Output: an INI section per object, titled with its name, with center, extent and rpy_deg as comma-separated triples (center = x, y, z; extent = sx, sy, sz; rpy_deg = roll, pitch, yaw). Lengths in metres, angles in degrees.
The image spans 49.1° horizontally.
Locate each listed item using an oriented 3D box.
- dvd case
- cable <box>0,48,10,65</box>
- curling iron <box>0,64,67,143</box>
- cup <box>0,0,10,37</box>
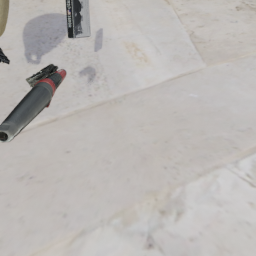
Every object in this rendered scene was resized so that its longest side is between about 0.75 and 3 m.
[dvd case]
center = -1.193, -2.808, 6.823
extent = 0.191, 1.160, 1.544
rpy_deg = 2, 19, 5
[cable]
center = -4.076, -2.363, 8.382
extent = 1.004, 1.231, 0.313
rpy_deg = 29, 68, 30
[curling iron]
center = -1.328, -0.445, 4.065
extent = 0.699, 0.360, 2.819
rpy_deg = -27, 25, 6
[cup]
center = -3.872, -3.005, 6.632
extent = 2.450, 1.752, 2.450
rpy_deg = -1, 52, 2
